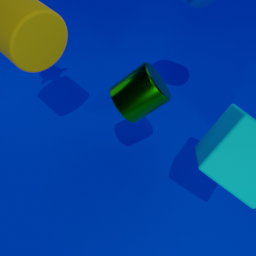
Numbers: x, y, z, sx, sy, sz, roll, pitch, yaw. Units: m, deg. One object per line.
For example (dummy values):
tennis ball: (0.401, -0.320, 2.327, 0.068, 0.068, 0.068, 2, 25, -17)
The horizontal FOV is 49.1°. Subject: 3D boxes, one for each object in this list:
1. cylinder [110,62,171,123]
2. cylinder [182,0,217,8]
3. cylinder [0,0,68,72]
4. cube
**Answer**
cylinder: (0.219, -0.611, 4.903, 0.789, 0.789, 0.789, -33, 47, 22)
cylinder: (1.490, -2.861, 4.973, 1.053, 1.053, 1.053, 1, 88, -20)
cylinder: (-1.934, -1.820, 5.176, 1.176, 1.176, 1.176, 39, 60, 24)
cube: (1.824, 0.391, 4.468, 1.046, 1.046, 1.046, 36, 17, 0)
